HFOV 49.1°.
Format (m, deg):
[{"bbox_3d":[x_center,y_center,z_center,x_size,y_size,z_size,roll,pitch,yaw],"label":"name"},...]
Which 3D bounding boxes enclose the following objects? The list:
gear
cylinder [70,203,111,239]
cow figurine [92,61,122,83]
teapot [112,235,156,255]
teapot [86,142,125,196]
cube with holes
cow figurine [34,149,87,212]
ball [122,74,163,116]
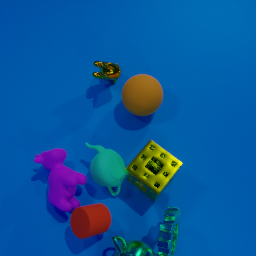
[{"bbox_3d":[0.948,2.503,6.385,0.252,1.361,1.361,6,64,21],"label":"gear"},{"bbox_3d":[-0.886,2.206,6.692,0.709,0.709,0.709,-5,83,38],"label":"cylinder"},{"bbox_3d":[-0.516,-1.720,8.562,1.180,1.162,0.648,16,102,47],"label":"cow figurine"},{"bbox_3d":[0.149,3.214,6.366,1.077,0.848,1.732,-35,80,16],"label":"teapot"},{"bbox_3d":[-0.616,1.049,7.444,0.798,1.013,1.629,-23,92,30],"label":"teapot"},{"bbox_3d":[0.648,1.144,7.357,1.018,1.018,1.018,37,70,16],"label":"cube with holes"},{"bbox_3d":[-1.846,1.321,7.342,1.486,0.829,1.510,16,94,25],"label":"cow figurine"},{"bbox_3d":[0.420,-0.962,8.233,1.214,1.214,1.214,0,65,0],"label":"ball"}]
